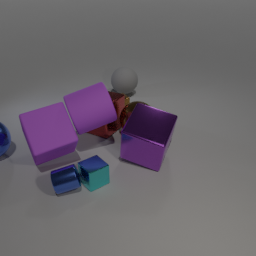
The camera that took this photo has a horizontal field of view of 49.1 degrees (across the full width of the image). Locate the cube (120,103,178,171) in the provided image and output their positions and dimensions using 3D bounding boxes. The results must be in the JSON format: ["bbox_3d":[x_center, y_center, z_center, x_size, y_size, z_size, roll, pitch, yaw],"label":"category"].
[{"bbox_3d":[0.656,0.294,9.135,1.400,1.400,1.400,19,52,12],"label":"cube"}]

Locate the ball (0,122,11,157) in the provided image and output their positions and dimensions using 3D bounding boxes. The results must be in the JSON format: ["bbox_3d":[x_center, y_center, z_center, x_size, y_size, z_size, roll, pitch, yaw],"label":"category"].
[{"bbox_3d":[-4.745,0.394,9.556,1.400,1.400,1.400,0,29,0],"label":"ball"}]

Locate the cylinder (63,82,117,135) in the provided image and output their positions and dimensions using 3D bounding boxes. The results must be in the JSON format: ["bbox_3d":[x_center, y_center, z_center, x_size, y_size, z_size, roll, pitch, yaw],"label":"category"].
[{"bbox_3d":[-1.267,-0.666,9.468,1.400,1.400,1.400,-22,33,-7],"label":"cylinder"}]

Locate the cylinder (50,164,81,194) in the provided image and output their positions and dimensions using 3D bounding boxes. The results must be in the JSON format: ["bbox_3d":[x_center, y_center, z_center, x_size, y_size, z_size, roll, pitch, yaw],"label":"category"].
[{"bbox_3d":[-1.788,1.473,8.091,0.700,0.700,0.700,-17,31,-5],"label":"cylinder"}]

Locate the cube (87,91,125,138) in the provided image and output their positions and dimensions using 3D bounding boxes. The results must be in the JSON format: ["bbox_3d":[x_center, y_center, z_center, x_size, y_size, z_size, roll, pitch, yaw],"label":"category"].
[{"bbox_3d":[-1.068,-0.628,11.392,1.400,1.400,1.400,15,32,26],"label":"cube"}]

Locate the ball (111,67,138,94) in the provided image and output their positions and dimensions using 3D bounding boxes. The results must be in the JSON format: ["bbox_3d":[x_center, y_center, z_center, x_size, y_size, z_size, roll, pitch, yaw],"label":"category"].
[{"bbox_3d":[-0.182,-2.470,14.516,1.400,1.400,1.400,0,29,0],"label":"ball"}]

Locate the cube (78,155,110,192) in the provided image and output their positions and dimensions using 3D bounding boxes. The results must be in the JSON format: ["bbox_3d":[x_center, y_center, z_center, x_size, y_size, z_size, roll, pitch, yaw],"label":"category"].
[{"bbox_3d":[-1.038,1.365,8.518,0.700,0.700,0.700,-21,35,-33],"label":"cube"}]

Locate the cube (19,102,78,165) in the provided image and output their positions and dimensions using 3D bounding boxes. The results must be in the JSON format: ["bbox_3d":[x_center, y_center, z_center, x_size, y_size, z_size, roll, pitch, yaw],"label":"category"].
[{"bbox_3d":[-2.576,0.206,9.126,1.400,1.400,1.400,-20,77,-22],"label":"cube"}]

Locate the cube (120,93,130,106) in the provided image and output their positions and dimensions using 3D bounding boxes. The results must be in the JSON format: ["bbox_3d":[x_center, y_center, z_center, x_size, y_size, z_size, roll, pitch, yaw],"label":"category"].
[{"bbox_3d":[-0.376,-1.153,13.077,0.700,0.700,0.700,-14,32,-23],"label":"cube"}]

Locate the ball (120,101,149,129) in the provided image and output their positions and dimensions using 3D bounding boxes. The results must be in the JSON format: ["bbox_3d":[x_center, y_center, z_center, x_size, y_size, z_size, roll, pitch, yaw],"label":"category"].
[{"bbox_3d":[0.372,-0.347,10.926,1.400,1.400,1.400,0,29,0],"label":"ball"}]
